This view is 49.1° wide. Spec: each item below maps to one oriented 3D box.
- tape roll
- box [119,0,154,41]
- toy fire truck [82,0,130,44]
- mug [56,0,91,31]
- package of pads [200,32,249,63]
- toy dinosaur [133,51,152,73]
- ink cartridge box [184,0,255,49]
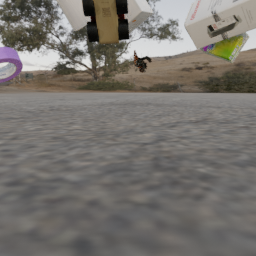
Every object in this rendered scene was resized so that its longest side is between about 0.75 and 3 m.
[{"bbox_3d":[-3.848,-1.858,8.377,1.275,0.418,1.275,-27,-10,-5],"label":"tape roll"},{"bbox_3d":[-0.131,-3.337,8.432,1.435,0.763,1.093,-32,3,29],"label":"box"},{"bbox_3d":[-0.717,-3.384,6.896,1.372,1.877,2.133,-4,51,1],"label":"toy fire truck"},{"bbox_3d":[-1.791,-4.063,9.201,1.615,1.326,1.293,-17,38,35],"label":"mug"},{"bbox_3d":[3.137,-2.790,9.129,0.444,1.006,1.302,22,13,-44],"label":"package of pads"},{"bbox_3d":[0.394,-2.148,9.179,0.601,0.453,0.886,13,-10,39],"label":"toy dinosaur"},{"bbox_3d":[2.972,-3.449,8.237,2.233,0.926,1.639,-11,42,38],"label":"ink cartridge box"}]
